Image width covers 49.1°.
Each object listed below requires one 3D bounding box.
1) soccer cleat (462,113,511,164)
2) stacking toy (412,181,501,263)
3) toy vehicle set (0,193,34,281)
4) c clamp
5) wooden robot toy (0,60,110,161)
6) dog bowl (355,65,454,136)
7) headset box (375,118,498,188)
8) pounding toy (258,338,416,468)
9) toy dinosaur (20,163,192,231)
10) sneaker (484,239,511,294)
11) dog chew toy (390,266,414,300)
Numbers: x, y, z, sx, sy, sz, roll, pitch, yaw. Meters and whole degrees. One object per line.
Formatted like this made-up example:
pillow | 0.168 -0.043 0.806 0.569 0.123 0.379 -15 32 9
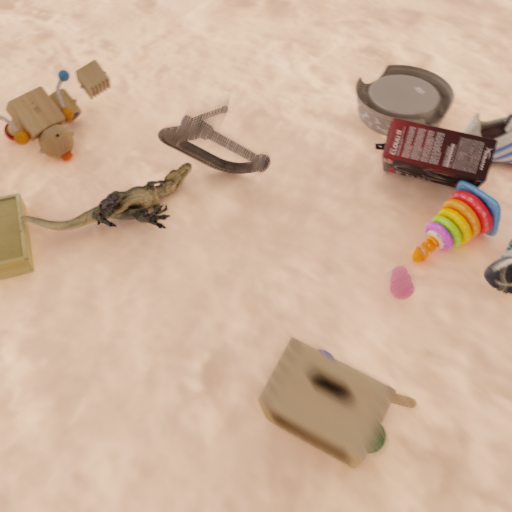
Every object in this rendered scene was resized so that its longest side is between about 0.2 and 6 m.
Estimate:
soccer cleat | 5.341 -2.274 11.086 2.489 1.074 0.869 5 50 3
stacking toy | 3.337 -0.428 9.781 1.689 0.980 0.927 -37 52 -11
toy vehicle set | -5.383 -0.105 9.688 2.772 0.367 1.722 -15 51 -12
c clamp | -0.636 -1.903 9.984 2.056 2.407 0.326 2 78 36
wooden robot toy | -4.233 -2.621 11.597 3.312 1.459 1.503 -40 96 -30
dog bowl | 3.209 -3.379 12.330 2.123 0.623 2.123 0 50 0
headset box | 3.219 -1.865 10.388 2.031 1.511 0.784 15 92 13
pounding toy | 1.138 1.889 7.253 1.767 1.626 1.256 25 70 16
toy dinosaur | -2.403 -0.854 9.950 3.202 0.760 1.411 -20 26 -23
sneaker | 4.415 0.069 9.346 1.749 0.679 0.755 -17 36 -19
dog chew toy | 2.279 0.405 8.813 0.371 0.596 0.371 -11 38 9
